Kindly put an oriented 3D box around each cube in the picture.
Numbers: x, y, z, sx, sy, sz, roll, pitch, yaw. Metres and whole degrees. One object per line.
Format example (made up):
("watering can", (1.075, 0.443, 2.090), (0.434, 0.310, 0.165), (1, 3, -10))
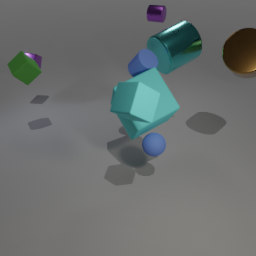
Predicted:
("cube", (-4.312, -2.916, 12.414), (0.700, 0.700, 0.700), (10, 6, 4))
("cube", (0.443, -0.681, 8.363), (1.400, 1.400, 1.400), (-28, 81, -12))
("cube", (0.155, -0.562, 6.142), (0.700, 0.700, 0.700), (21, -8, -42))
("cube", (-3.528, -2.040, 9.550), (0.700, 0.700, 0.700), (-41, 57, 7))

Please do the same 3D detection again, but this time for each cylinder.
("cylinder", (1.609, -2.807, 9.816), (1.400, 1.400, 1.400), (-31, 39, -16))
("cylinder", (3.909, -2.402, 9.184), (1.400, 1.400, 1.400), (16, 11, 26))
("cylinder", (1.269, -5.069, 12.416), (0.700, 0.700, 0.700), (14, 33, 21))
("cylinder", (0.455, -1.956, 8.657), (0.700, 0.700, 0.700), (12, 64, -26))

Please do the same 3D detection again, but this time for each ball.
("ball", (0.763, 0.485, 8.221), (0.700, 0.700, 0.700), (0, 30, 0))
